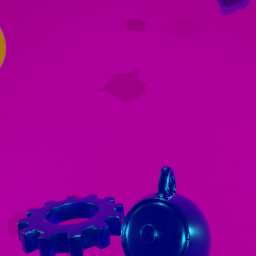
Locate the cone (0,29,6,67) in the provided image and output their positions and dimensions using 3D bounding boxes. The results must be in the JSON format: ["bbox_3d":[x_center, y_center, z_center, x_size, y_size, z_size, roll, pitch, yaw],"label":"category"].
[{"bbox_3d":[-3.132,-1.832,4.888,1.624,1.624,1.630,-22,52,-13],"label":"cone"}]

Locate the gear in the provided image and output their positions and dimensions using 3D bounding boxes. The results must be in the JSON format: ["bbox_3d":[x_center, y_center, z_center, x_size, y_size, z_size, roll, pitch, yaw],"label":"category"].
[{"bbox_3d":[-0.712,1.219,3.657,1.331,1.331,0.246,-5,96,-3],"label":"gear"}]

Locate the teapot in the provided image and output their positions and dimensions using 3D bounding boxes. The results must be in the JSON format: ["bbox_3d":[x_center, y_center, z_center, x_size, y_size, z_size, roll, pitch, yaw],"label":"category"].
[{"bbox_3d":[0.342,1.215,3.005,1.011,0.796,1.626,0,68,27],"label":"teapot"}]

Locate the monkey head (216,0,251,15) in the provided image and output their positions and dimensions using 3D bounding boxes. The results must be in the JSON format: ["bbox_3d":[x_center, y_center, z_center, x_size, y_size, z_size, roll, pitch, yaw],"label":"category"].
[{"bbox_3d":[1.806,-2.580,4.814,1.760,1.266,1.060,-32,92,1],"label":"monkey head"}]
